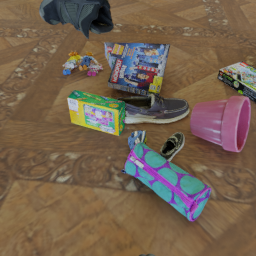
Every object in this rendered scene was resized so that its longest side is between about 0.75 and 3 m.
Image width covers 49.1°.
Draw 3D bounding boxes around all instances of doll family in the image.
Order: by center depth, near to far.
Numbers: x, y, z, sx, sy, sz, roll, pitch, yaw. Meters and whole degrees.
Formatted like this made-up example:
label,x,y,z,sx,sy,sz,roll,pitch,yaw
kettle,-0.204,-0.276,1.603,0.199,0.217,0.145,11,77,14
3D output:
label,x,y,z,sx,sy,sz,roll,pitch,yaw
doll family,-1.962,-2.863,11.976,1.778,0.801,1.103,5,42,6

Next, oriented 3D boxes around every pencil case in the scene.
label,x,y,z,sx,sy,sz,roll,pitch,yaw
pencil case,0.944,1.317,7.167,2.296,1.061,0.977,32,96,30

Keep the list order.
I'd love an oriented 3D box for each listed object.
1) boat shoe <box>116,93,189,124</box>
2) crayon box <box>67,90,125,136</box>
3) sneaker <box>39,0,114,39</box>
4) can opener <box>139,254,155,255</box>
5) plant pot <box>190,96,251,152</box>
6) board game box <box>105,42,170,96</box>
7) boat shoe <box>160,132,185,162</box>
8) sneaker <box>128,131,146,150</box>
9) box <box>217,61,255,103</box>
label,x,y,z,sx,sy,sz,roll,pitch,yaw
boat shoe,0.837,-0.736,9.582,2.663,0.863,0.958,-4,42,-4
crayon box,-1.023,-0.501,9.169,1.816,1.078,0.529,15,44,15
sneaker,-1.494,-3.205,8.026,1.131,1.695,2.959,-43,22,-29
can opener,-0.132,3.574,5.167,0.852,0.679,2.547,49,54,2
plant pot,2.796,-0.189,8.584,1.471,1.643,1.643,9,40,35
board game box,0.160,-2.436,11.187,2.625,0.810,2.627,13,59,5
boat shoe,1.375,0.506,8.534,0.482,0.434,1.365,21,46,22
sneaker,0.228,0.541,8.513,0.515,0.463,1.253,6,37,12
box,4.943,-1.739,11.005,1.395,0.440,2.535,-22,46,-23
